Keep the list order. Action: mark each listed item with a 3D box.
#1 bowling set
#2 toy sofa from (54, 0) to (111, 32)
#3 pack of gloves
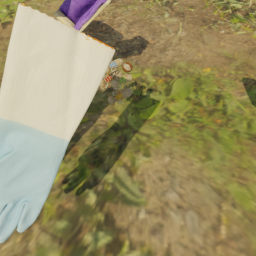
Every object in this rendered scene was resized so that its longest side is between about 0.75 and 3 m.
[{"bbox_3d":[-0.279,-1.029,5.321,0.552,0.716,1.028,-31,84,-24],"label":"bowling set"},{"bbox_3d":[-0.997,-2.913,6.456,0.748,1.806,0.881,40,52,-23],"label":"toy sofa"},{"bbox_3d":[-1.751,-0.045,2.800,2.301,2.739,0.540,20,16,-26],"label":"pack of gloves"}]
